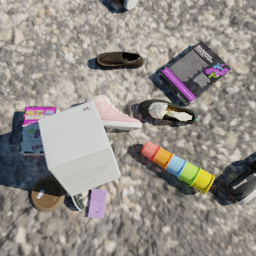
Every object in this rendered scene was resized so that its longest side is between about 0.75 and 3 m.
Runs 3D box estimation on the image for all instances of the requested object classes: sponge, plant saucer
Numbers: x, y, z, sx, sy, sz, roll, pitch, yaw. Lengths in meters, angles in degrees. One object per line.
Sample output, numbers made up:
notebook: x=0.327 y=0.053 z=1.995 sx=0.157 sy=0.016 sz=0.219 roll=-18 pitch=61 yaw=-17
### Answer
sponge: x=-1.086 y=2.715 z=10.091 sx=0.555 sy=0.148 sz=0.996 roll=6 pitch=74 yaw=2
plant saucer: x=-2.925 y=2.400 z=10.171 sx=1.286 sy=0.189 sz=1.286 roll=0 pitch=74 yaw=0

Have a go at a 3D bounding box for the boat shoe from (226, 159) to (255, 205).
boat shoe: x=4.670 y=1.560 z=10.040 sx=2.710 sy=1.001 sz=0.818 roll=-42 pitch=83 yaw=-3

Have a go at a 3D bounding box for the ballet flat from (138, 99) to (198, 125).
ballet flat: x=1.542 y=-0.634 z=10.669 sx=2.342 sy=0.801 sz=0.796 roll=10 pitch=99 yaw=4

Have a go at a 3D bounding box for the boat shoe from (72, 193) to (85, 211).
boat shoe: x=-1.809 y=2.436 z=10.025 sx=0.328 sy=0.411 sz=1.088 roll=-34 pitch=77 yaw=5

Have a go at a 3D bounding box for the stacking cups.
stacking cups: x=1.764 y=1.320 z=10.157 sx=2.701 sy=0.817 sz=0.817 roll=32 pitch=76 yaw=9

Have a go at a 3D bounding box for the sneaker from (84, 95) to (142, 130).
sneaker: x=-0.624 y=-0.629 z=10.634 sx=2.414 sy=0.909 sz=1.262 roll=7 pitch=80 yaw=7

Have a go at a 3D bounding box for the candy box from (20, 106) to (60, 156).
candy box: x=-3.324 y=0.115 z=10.642 sx=1.250 sy=0.559 sz=1.833 roll=1 pitch=74 yaw=0

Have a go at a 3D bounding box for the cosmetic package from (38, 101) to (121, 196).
cosmetic package: x=-1.542 y=0.734 z=9.330 sx=1.913 sy=2.301 sz=1.925 roll=-20 pitch=57 yaw=-5

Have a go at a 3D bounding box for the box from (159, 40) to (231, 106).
box: x=2.733 y=-2.256 z=11.422 sx=2.412 sy=0.435 sz=1.724 roll=-39 pitch=78 yaw=-9

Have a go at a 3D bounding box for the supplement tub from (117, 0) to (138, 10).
supplement tub: x=-0.198 y=-5.868 z=12.311 sx=0.763 sy=0.763 sz=1.244 roll=-41 pitch=79 yaw=-11

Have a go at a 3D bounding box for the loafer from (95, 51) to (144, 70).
loafer: x=-0.349 y=-2.875 z=11.447 sx=2.004 sy=0.715 sz=0.731 roll=-3 pitch=74 yaw=-1
